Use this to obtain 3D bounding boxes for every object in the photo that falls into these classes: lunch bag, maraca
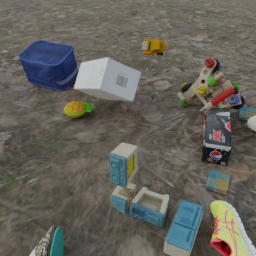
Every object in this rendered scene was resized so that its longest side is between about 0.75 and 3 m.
[{"bbox_3d":[-3.863,-2.978,13.654,2.658,1.759,1.806,16,51,19],"label":"lunch bag"},{"bbox_3d":[-2.009,-0.773,11.319,1.167,0.624,0.800,-13,47,-20],"label":"maraca"}]

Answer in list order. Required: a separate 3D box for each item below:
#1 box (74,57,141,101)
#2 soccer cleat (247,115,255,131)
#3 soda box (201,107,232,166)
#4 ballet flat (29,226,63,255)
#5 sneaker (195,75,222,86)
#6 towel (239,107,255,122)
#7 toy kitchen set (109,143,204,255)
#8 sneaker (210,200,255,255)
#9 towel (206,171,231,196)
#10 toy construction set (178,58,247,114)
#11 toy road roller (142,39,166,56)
[{"bbox_3d":[-0.870,-1.836,10.925,1.496,1.172,2.405,17,-2,-33],"label":"box"},{"bbox_3d":[5.461,0.113,9.857,2.384,0.818,1.015,17,34,16],"label":"soccer cleat"},{"bbox_3d":[3.075,0.192,9.724,0.873,0.782,2.468,8,35,12],"label":"soda box"},{"bbox_3d":[-1.650,3.021,5.431,0.946,0.853,2.514,-16,35,-10],"label":"ballet flat"},{"bbox_3d":[3.982,-2.372,13.795,1.385,0.558,0.517,-8,32,-11],"label":"sneaker"},{"bbox_3d":[4.946,-0.532,11.432,0.782,0.116,1.067,12,37,18],"label":"towel"},{"bbox_3d":[0.580,1.630,6.598,2.296,1.839,1.353,14,35,21],"label":"toy kitchen set"},{"bbox_3d":[2.233,2.420,6.466,0.810,0.701,1.793,-7,35,-6],"label":"sneaker"},{"bbox_3d":[2.649,1.608,8.233,0.605,0.090,0.826,14,37,20],"label":"towel"},{"bbox_3d":[3.079,-1.183,11.019,2.432,2.240,2.916,53,25,-1],"label":"toy construction set"},{"bbox_3d":[0.964,-3.065,10.486,0.889,0.546,0.649,7,3,7],"label":"toy road roller"}]
